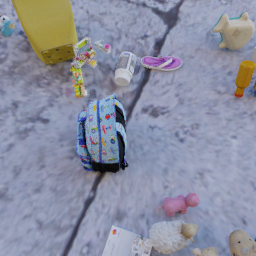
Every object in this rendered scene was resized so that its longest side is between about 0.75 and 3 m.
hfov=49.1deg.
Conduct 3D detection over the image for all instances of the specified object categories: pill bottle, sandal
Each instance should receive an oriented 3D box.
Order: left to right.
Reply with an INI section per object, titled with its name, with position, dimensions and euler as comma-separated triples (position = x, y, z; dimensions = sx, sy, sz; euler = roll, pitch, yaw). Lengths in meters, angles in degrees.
[pill bottle]
position = -0.082, -1.644, 7.855
dimensions = 0.504, 0.504, 0.886
euler = 11, 64, 5
[sandal]
position = 0.978, -1.910, 8.094
dimensions = 1.207, 0.297, 0.491
euler = -1, 67, 0

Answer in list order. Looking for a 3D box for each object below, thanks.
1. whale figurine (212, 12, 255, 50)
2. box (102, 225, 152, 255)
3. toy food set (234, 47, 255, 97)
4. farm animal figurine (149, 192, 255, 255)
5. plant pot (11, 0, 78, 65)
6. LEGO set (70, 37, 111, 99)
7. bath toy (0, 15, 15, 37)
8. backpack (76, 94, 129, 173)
[whale figurine]
position = 2.944, -2.865, 8.072
dimensions = 1.444, 1.149, 0.749
euler = 8, 41, -35
[box]
position = -0.009, 2.584, 5.929
dimensions = 0.943, 0.194, 0.735
euler = 17, 64, 7
[toy food set]
position = 3.866, -1.601, 7.791
dimensions = 1.052, 0.992, 2.204
euler = 30, 48, 28
[farm animal figurine]
position = 1.690, 2.483, 5.315
dimensions = 2.728, 1.372, 2.203
euler = 21, 65, 10
[plant pot]
position = -2.160, -2.716, 7.916
dimensions = 1.507, 1.517, 1.551
euler = -17, 80, -8
[LEGO set]
position = -1.194, -1.733, 7.499
dimensions = 0.845, 0.684, 1.838
euler = 23, 70, 7
[bath toy]
position = -4.165, -3.400, 8.745
dimensions = 1.329, 0.491, 0.578
euler = 32, 67, 15
[backpack]
position = -0.582, 0.106, 6.319
dimensions = 1.140, 1.694, 1.547
euler = -2, 65, -1
